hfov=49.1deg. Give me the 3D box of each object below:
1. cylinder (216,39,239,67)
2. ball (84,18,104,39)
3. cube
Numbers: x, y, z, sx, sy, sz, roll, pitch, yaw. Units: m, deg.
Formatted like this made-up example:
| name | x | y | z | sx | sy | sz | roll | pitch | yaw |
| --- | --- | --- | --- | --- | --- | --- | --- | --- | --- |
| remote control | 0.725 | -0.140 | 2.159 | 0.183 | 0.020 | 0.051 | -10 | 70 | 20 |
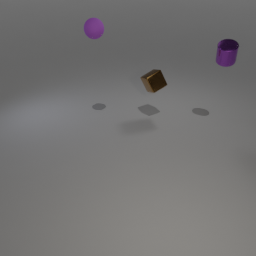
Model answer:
| name | x | y | z | sx | sy | sz | roll | pitch | yaw |
| --- | --- | --- | --- | --- | --- | --- | --- | --- | --- |
| cylinder | 3.494 | -2.653 | 9.896 | 0.700 | 0.700 | 0.700 | -5 | 51 | 6 |
| ball | -1.169 | -3.416 | 9.619 | 0.700 | 0.700 | 0.700 | 0 | 29 | 0 |
| cube | 1.046 | -1.905 | 11.388 | 0.700 | 0.700 | 0.700 | -33 | 22 | -9 |
